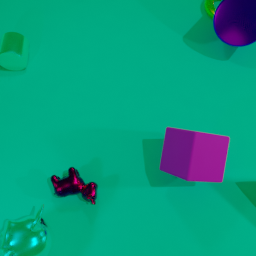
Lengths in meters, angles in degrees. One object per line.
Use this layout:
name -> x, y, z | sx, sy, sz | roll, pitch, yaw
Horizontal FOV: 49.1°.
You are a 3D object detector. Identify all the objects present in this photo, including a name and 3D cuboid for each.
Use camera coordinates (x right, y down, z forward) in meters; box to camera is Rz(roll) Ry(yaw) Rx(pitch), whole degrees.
cylinder -> 3.119, -3.088, 7.626 | 1.386, 1.386, 1.386 | 22, 39, 11
cylinder -> -3.161, -2.116, 7.753 | 0.759, 0.759, 0.759 | -2, 62, -1
monkey head -> -1.837, 2.188, 5.084 | 0.939, 1.558, 1.121 | -1, 17, -10
cube -> 1.359, 0.540, 5.814 | 0.948, 0.948, 0.948 | 8, 92, -29
ring -> 3.153, -3.883, 8.930 | 1.428, 0.286, 1.428 | 0, 64, -1
cow figurine -> -1.137, 1.325, 6.070 | 0.946, 0.519, 0.931 | -24, 72, -4
